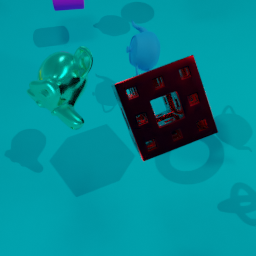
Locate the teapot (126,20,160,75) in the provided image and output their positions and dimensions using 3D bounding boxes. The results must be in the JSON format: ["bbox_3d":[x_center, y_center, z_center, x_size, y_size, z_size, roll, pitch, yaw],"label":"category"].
[{"bbox_3d":[0.315,-1.879,6.666,0.730,0.927,1.491,2,78,-17],"label":"teapot"}]

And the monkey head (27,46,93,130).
[{"bbox_3d":[-1.040,-0.665,4.869,1.237,1.720,1.036,46,63,-11],"label":"monkey head"}]

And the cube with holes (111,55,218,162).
[{"bbox_3d":[0.545,-0.374,4.857,1.265,1.265,1.265,-21,100,-2],"label":"cube with holes"}]

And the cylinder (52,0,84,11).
[{"bbox_3d":[-1.694,-3.756,7.824,0.847,0.847,0.847,-8,64,-8],"label":"cylinder"}]
